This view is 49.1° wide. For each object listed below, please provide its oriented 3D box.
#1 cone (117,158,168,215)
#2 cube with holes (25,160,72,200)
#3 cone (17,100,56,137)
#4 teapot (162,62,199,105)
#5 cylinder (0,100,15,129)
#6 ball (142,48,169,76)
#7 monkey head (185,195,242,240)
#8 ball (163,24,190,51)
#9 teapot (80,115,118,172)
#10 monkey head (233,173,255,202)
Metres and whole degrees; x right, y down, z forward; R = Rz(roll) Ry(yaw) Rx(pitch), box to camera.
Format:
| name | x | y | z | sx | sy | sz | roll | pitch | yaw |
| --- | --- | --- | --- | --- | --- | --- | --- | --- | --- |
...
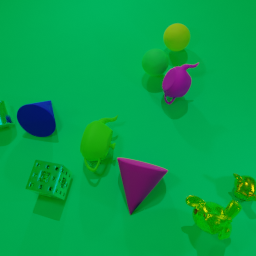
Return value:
| name | x | y | z | sx | sy | sz | roll | pitch | yaw |
| --- | --- | --- | --- | --- | --- | --- | --- | --- | --- |
| cone | 0.225 | 1.640 | 7.479 | 1.396 | 1.396 | 1.401 | 13 | 88 | 7 |
| cube with holes | -2.064 | 1.383 | 7.422 | 0.781 | 0.781 | 0.781 | 9 | 68 | 12 |
| cone | -2.605 | -0.547 | 8.677 | 1.186 | 1.186 | 1.191 | 8 | 38 | 5 |
| teapot | 1.610 | -1.433 | 8.775 | 0.780 | 1.592 | 0.990 | 20 | 24 | -23 |
| cylinder | -3.885 | -0.378 | 8.435 | 0.732 | 0.732 | 0.732 | -17 | 88 | -9 |
| ball | 0.906 | -2.174 | 9.299 | 0.898 | 0.898 | 0.898 | 0 | 61 | 0 |
| monkey head | 2.123 | 2.051 | 6.722 | 1.495 | 0.901 | 1.076 | 38 | 93 | -23 |
| ball | 1.719 | -3.187 | 9.872 | 0.931 | 0.931 | 0.931 | 0 | 61 | 0 |
| teapot | -0.783 | 0.350 | 7.924 | 0.906 | 1.150 | 1.850 | 15 | 66 | 4 |
| monkey head | 3.231 | 1.603 | 7.427 | 1.112 | 0.800 | 0.670 | 25 | 77 | -24 |
